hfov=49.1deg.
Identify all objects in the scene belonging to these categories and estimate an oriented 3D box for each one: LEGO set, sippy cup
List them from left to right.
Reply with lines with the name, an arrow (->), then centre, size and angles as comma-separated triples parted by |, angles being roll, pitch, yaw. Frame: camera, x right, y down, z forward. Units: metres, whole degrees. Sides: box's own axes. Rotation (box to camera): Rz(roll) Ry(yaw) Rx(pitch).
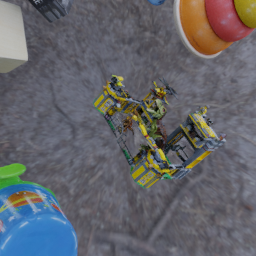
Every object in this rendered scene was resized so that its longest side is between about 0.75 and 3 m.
sippy cup -> -1.550, 1.708, 4.286 | 2.072, 1.518, 1.627 | 47, 66, -24
LEGO set -> 0.521, -0.154, 4.235 | 1.169, 1.551, 2.018 | -46, 50, 26

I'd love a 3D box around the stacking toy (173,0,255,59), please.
stacking toy -> 1.802, -1.901, 4.244 | 1.425, 1.951, 1.425 | -2, 93, -36

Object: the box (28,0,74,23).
box -> -1.565, -3.390, 5.136 | 0.552, 1.751, 2.220 | -8, 56, 33

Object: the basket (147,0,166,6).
basket -> 0.453, -4.386, 5.746 | 2.581, 2.927, 2.036 | 39, 61, -6

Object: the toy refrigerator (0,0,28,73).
toy refrigerator -> -3.287, -1.651, 4.577 | 1.024, 2.928, 1.112 | -11, 87, 41
